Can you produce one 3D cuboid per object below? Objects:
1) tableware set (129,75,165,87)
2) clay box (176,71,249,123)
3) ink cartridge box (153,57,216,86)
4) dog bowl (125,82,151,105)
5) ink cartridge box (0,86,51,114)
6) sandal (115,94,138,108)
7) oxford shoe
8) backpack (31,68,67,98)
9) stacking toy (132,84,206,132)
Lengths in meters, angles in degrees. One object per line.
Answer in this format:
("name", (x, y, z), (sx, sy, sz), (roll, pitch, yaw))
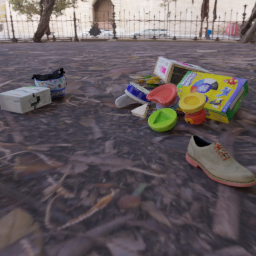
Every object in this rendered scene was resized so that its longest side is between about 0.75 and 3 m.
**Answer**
("tableware set", (1.357, -2.483, 15.159), (1.738, 0.396, 2.580), (-10, 22, -32))
("clay box", (2.782, -1.269, 10.456), (2.788, 0.664, 1.602), (21, 65, 41))
("ink cartridge box", (2.746, -2.712, 14.080), (2.277, 1.038, 2.764), (12, 19, -13))
("dog bowl", (0.471, -1.412, 11.504), (1.138, 0.448, 1.138), (28, 16, -9))
("ink cartridge box", (-4.087, -1.174, 11.223), (1.196, 0.677, 1.631), (11, 23, 26))
("sandal", (0.001, -1.251, 11.607), (1.487, 0.570, 0.426), (-22, 18, -32))
("oxford shoe", (2.013, 0.706, 6.311), (0.656, 0.696, 1.862), (-14, 25, -33))
("backpack", (-3.447, -1.945, 12.516), (1.566, 1.207, 1.492), (-16, 16, -10))
("stacking toy", (1.420, -0.484, 9.641), (1.992, 0.929, 2.200), (-37, 38, -14))
